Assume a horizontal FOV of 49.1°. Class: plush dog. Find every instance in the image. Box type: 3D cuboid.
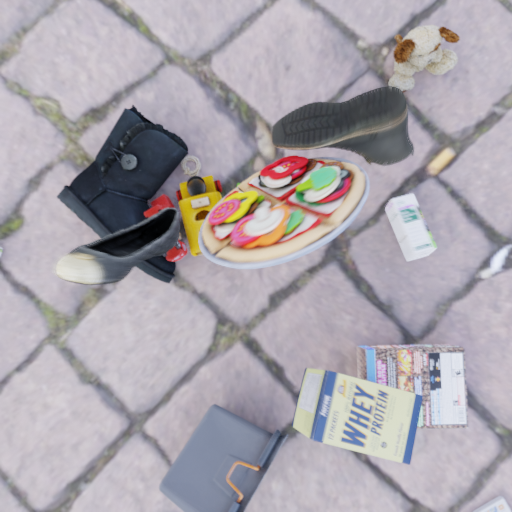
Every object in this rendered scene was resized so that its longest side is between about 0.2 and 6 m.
[{"bbox_3d":[3.122,-3.966,10.706,1.441,1.237,1.156,-25,87,-2],"label":"plush dog"}]

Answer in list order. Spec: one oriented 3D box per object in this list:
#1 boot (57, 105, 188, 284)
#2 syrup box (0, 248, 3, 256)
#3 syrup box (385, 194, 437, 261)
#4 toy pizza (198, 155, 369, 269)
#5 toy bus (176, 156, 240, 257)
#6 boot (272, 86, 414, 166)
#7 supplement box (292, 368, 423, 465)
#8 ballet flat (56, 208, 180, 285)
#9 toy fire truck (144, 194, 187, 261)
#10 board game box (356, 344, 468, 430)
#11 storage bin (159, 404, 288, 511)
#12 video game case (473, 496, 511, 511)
[{"bbox_3d":[-2.046,-1.197,10.592,2.839,1.084,2.386,40,91,9],"label":"boot"},{"bbox_3d":[-5.619,-0.116,10.841,1.205,0.491,0.474,18,87,1],"label":"syrup box"},{"bbox_3d":[2.913,-0.541,10.609,0.461,0.477,1.171,-15,73,-10],"label":"syrup box"},{"bbox_3d":[0.358,-0.891,9.178,2.978,2.978,0.472,-27,122,-2],"label":"toy pizza"},{"bbox_3d":[-1.014,-0.891,10.662,1.836,0.949,1.732,30,87,1],"label":"toy bus"},{"bbox_3d":[1.603,-1.990,9.975,2.324,1.608,0.900,-5,65,24],"label":"boot"},{"bbox_3d":[1.572,2.530,9.072,1.580,1.578,1.060,15,79,-4],"label":"supplement box"},{"bbox_3d":[-2.095,-0.192,8.719,0.899,2.706,0.769,24,115,15],"label":"ballet flat"},{"bbox_3d":[-1.651,-0.527,10.474,0.347,1.005,1.425,-30,79,9],"label":"toy fire truck"},{"bbox_3d":[2.877,2.415,10.462,1.827,0.885,1.457,-1,85,0],"label":"board game box"},{"bbox_3d":[-0.638,3.789,9.921,1.485,1.609,2.211,29,65,11],"label":"storage bin"},{"bbox_3d":[4.355,5.618,10.639,1.607,0.177,1.465,-29,87,-1],"label":"video game case"}]
